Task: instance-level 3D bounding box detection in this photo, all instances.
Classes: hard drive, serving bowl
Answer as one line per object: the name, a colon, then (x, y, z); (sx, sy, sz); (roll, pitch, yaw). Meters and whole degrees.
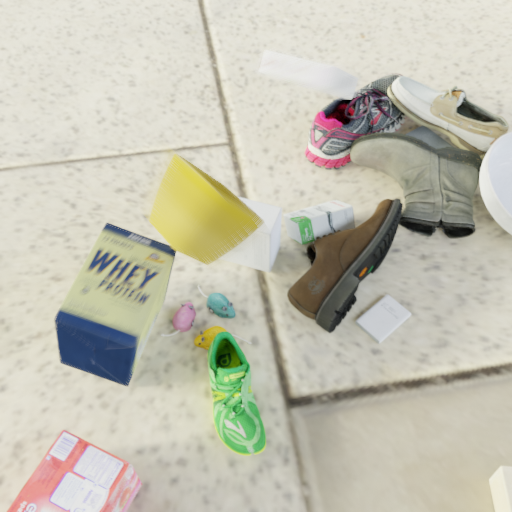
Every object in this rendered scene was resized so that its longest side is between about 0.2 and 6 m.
hard drive: (3.768, -2.193, 12.094); (0.990, 0.233, 1.419); (-29, 59, -21)
hard drive: (2.200, 1.086, 9.704); (0.830, 0.111, 0.547); (-35, 60, -24)
serving bowl: (5.345, -1.183, 10.808); (2.443, 0.804, 2.443); (5, 64, -11)

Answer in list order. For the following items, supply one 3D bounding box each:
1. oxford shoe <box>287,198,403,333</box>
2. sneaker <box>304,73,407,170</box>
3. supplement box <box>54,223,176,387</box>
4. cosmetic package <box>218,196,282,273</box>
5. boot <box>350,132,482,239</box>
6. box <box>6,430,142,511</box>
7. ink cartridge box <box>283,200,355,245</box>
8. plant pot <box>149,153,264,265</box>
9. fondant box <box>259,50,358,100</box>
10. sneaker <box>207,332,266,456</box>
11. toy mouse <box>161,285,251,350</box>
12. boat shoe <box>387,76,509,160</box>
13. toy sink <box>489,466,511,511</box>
oxford shoe: (1.623, -0.137, 10.016); (1.279, 1.101, 3.029); (31, 59, 22)
sneaker: (2.364, -3.128, 12.200); (1.287, 1.192, 3.191); (34, 60, 23)
supplement box: (-2.157, 0.789, 8.709); (1.171, 1.745, 1.743); (20, 55, -4)
cosmetic package: (-0.170, -0.411, 10.179); (1.146, 1.143, 0.705); (16, 55, 12)
boot: (3.036, -1.372, 11.027); (2.710, 0.918, 1.771); (13, 68, 13)
box: (-2.565, 3.599, 7.217); (1.138, 1.050, 2.218); (20, 56, 14)
ink cartridge box: (1.190, -0.651, 10.566); (1.122, 0.466, 0.822); (-17, 18, -12)
plant pot: (-0.853, -0.601, 8.416); (1.080, 1.224, 1.224); (-52, 52, 8)
fondant box: (0.962, -3.321, 10.285); (1.487, 0.433, 1.073); (24, 16, 29)
sneaker: (-0.382, 2.054, 8.509); (0.734, 0.828, 1.982); (-15, 58, -10)
toy mouse: (-0.915, 0.973, 9.674); (1.501, 0.290, 1.334); (-7, 53, -5)
boat shoe: (4.128, -3.171, 11.999); (2.648, 0.906, 0.990); (32, 53, 3)
toy sink: (3.685, 3.510, 7.570); (0.716, 0.615, 1.098); (3, 48, 2)
